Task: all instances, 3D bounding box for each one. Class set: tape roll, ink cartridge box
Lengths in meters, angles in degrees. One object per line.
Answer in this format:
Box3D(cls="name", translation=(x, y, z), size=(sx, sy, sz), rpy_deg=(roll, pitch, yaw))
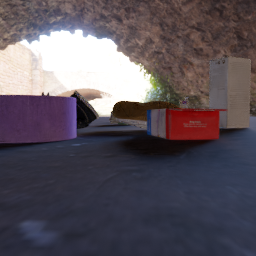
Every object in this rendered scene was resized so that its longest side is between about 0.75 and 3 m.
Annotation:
Box3D(cls="tape roll", translation=(-2.154, -0.214, 5.947), size=(2.091, 0.888, 2.091), rpy_deg=(1, 3, 0))
Box3D(cls="ink cartridge box", translation=(1.198, -0.105, 6.090), size=(1.105, 0.639, 1.901), rpy_deg=(-1, 3, -13))
Box3D(cls="ink cartridge box", translation=(0.035, -0.512, 13.698), size=(1.104, 0.665, 1.519), rpy_deg=(3, 6, 40))

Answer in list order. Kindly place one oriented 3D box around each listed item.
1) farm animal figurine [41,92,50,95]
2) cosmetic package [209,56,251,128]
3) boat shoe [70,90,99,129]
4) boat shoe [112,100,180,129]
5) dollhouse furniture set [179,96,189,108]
Box3D(cls="farm animal figurine", translation=(-3.529, -0.686, 10.416), size=(2.675, 1.345, 2.160), rpy_deg=(2, 4, 32))
Box3D(cls="cosmetic package", translation=(3.727, -1.257, 10.266), size=(1.267, 2.499, 0.890), rpy_deg=(-2, 3, -30))
Box3D(cls="boat shoe", translation=(-1.512, -0.381, 8.155), size=(0.874, 0.986, 2.637), rpy_deg=(-43, 8, -10))
Box3D(cls="boat shoe", translation=(0.739, -0.374, 9.181), size=(2.461, 0.871, 0.853), rpy_deg=(10, -19, 11))
Box3D(cls="dollhouse furniture set", translation=(2.573, -0.622, 10.908), size=(1.650, 1.171, 1.307), rpy_deg=(-1, 3, -22))
